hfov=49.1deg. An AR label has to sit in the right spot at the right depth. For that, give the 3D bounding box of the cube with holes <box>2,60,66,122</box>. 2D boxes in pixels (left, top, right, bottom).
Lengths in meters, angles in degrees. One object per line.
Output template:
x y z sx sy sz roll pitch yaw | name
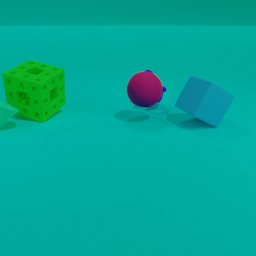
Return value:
-2.983 -1.236 9.113 1.345 1.345 1.345 17 36 14 | cube with holes

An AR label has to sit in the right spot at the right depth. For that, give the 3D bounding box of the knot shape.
0.919 -1.456 9.951 0.579 1.254 1.174 -38 14 4 | knot shape

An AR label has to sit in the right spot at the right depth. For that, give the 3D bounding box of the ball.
0.521 -1.201 8.771 1.126 1.126 1.126 0 22 0 | ball

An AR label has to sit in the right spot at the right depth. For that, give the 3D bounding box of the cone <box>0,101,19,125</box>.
-3.782 -0.286 8.143 0.862 0.865 0.862 26 3 -2 | cone

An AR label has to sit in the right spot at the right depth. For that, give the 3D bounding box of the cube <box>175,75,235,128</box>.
2.303 -0.815 8.519 1.068 1.068 1.068 22 10 -31 | cube
